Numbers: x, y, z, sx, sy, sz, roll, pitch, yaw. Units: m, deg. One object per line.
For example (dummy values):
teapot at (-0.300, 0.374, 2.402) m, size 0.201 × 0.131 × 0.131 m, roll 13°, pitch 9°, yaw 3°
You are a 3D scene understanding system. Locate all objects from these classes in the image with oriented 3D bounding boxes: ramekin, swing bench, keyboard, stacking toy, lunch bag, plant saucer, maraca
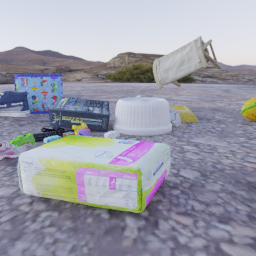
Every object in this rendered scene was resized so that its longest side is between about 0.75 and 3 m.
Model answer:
ramekin at (0.580, -0.546, 11.326) m, size 2.384 × 1.251 × 2.384 m, roll 0°, pitch 12°, yaw 0°
swing bench at (2.184, -2.463, 10.614) m, size 1.968 × 1.284 × 1.979 m, roll -21°, pitch -3°, yaw 34°
keyboard at (-2.784, 0.141, 10.189) m, size 1.983 × 0.393 × 1.032 m, roll -6°, pitch 13°, yaw -30°
stacking toy at (-1.797, 0.458, 8.315) m, size 2.687 × 0.631 × 2.026 m, roll -12°, pitch 15°, yaw -39°
lunch bag at (-5.101, -1.932, 15.781) m, size 2.838 × 2.137 × 1.335 m, roll -2°, pitch 11°, yaw -13°
plant saucer at (2.174, -0.751, 14.042) m, size 2.289 × 0.555 × 2.289 m, roll 0°, pitch 12°, yaw 2°
maraca at (6.062, -0.956, 12.894) m, size 1.410 × 1.100 × 2.056 m, roll -8°, pitch -17°, yaw -6°

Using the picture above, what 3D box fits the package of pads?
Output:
package of pads at (-0.616, 0.805, 5.745) m, size 2.621 × 0.894 × 2.025 m, roll 3°, pitch 11°, yaw 20°

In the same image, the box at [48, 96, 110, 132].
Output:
box at (-1.990, -0.675, 12.138) m, size 2.350 × 0.760 × 2.980 m, roll 6°, pitch 15°, yaw -7°

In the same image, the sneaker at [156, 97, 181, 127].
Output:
sneaker at (1.642, -0.535, 12.476) m, size 0.626 × 0.958 × 1.666 m, roll -32°, pitch 68°, yaw -26°

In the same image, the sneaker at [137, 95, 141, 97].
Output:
sneaker at (0.211, -1.732, 18.285) m, size 1.312 × 0.729 × 1.876 m, roll 1°, pitch 11°, yaw 0°

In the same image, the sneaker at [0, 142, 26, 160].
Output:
sneaker at (-3.348, 0.594, 7.786) m, size 1.047 × 0.462 × 0.426 m, roll -11°, pitch 16°, yaw -43°

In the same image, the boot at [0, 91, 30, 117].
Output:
boot at (-6.644, -1.323, 14.804) m, size 2.968 × 1.341 × 1.080 m, roll 1°, pitch 12°, yaw 4°
